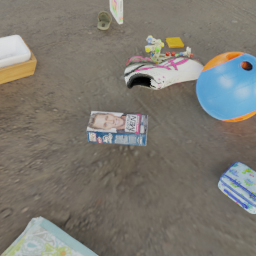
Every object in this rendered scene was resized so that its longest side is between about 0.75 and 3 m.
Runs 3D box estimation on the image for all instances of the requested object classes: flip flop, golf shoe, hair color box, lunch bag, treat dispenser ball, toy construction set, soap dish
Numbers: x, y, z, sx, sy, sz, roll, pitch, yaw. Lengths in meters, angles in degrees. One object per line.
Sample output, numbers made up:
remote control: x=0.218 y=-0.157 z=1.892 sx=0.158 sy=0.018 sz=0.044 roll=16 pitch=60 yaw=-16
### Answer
flip flop: x=-1.222 y=-5.483 z=14.065 sx=0.741 sy=0.526 sz=1.827 roll=1 pitch=45 yaw=1
golf shoe: x=1.319 y=-1.873 z=10.223 sx=2.925 sy=1.062 sz=1.347 roll=1 pitch=58 yaw=10
hair color box: x=-0.301 y=0.005 z=8.594 sx=1.778 sy=0.538 sz=0.889 roll=3 pitch=45 yaw=3
lunch bag: x=3.006 y=1.508 z=7.141 sx=0.976 sy=0.500 sz=1.214 roll=-33 pitch=52 yaw=-25
treat dispenser ball: x=3.255 y=-1.272 z=8.768 sx=2.153 sy=2.153 sz=2.153 roll=0 pitch=45 yaw=0
toy construction set: x=1.601 y=-2.879 z=10.967 sx=1.890 sy=1.240 sz=0.871 roll=16 pitch=47 yaw=16
soap dish: x=-4.988 y=-2.537 z=10.779 sx=2.532 sy=1.028 sz=1.992 roll=-22 pitch=49 yaw=-21

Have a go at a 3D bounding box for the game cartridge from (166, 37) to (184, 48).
game cartridge: x=2.127 y=-3.916 z=12.809 sx=0.670 sy=0.123 sz=0.760 roll=-5 pitch=43 yaw=-5

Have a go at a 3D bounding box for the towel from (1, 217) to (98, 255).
towel: x=-1.569 y=3.217 z=5.367 sx=2.630 sy=0.633 sz=2.251 roll=25 pitch=53 yaw=23

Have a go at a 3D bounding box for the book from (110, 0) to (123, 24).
book: x=-0.394 y=-4.553 z=10.146 sx=0.307 sy=1.278 sz=0.854 roll=-19 pitch=65 yaw=-10
